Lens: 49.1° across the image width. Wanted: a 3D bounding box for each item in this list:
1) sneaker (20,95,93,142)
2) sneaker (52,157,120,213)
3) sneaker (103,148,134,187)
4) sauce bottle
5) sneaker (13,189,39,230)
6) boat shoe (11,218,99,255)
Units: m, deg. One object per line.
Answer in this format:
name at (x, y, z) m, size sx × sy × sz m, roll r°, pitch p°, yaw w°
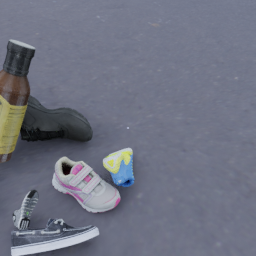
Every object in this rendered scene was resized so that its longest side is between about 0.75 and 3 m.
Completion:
sneaker at (-2.178, -0.033, 7.339) m, size 2.536 × 0.963 × 1.151 m, roll 17°, pitch 46°, yaw 7°
sneaker at (-0.985, 1.206, 6.141) m, size 1.774 × 0.783 × 0.722 m, roll 19°, pitch 45°, yaw 20°
sneaker at (-0.145, 0.941, 6.512) m, size 0.581 × 0.806 × 1.534 m, roll -21°, pitch -3°, yaw 16°
sauce bottle at (-2.761, -0.576, 6.373) m, size 0.898 × 2.774 × 0.898 m, roll 20°, pitch 14°, yaw -5°
sneaker at (-2.134, 1.621, 5.685) m, size 0.460 × 0.299 × 0.797 m, roll -3°, pitch 63°, yaw 39°
boat shoe at (-1.374, 1.976, 5.288) m, size 1.611 × 0.578 × 0.546 m, roll -10°, pitch 74°, yaw -5°
